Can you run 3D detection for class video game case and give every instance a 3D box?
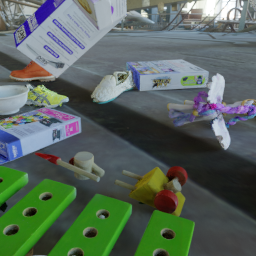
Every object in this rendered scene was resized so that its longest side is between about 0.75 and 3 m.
[{"bbox_3d":[1.457,-2.244,11.575,2.650,0.664,2.924,-4,23,-9],"label":"video game case"}]

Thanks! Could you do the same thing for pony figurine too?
[{"bbox_3d":[1.925,-0.408,6.490,1.893,1.576,1.827,-2,8,38],"label":"pony figurine"}]

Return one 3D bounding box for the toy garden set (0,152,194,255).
[{"bbox_3d":[-0.569,1.057,3.610,2.746,0.548,2.289,12,26,18],"label":"toy garden set"}]

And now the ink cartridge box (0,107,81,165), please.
[{"bbox_3d":[-2.325,0.100,6.223,1.359,0.478,2.277,16,29,35],"label":"ink cartridge box"}]

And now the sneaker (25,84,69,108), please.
[{"bbox_3d":[-2.583,-0.980,8.611,1.578,0.603,0.595,7,22,14],"label":"sneaker"}]

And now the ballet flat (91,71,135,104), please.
[{"bbox_3d":[-0.520,-1.532,9.741,0.856,0.856,2.386,11,25,25],"label":"ballet flat"}]

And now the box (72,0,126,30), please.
[{"bbox_3d":[-0.967,-2.499,4.046,0.503,0.539,2.600,-34,73,-13],"label":"box"}]

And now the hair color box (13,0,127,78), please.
[{"bbox_3d":[-1.433,-2.554,6.908,2.487,1.359,0.806,-38,52,12],"label":"hair color box"}]

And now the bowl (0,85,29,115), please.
[{"bbox_3d":[-3.532,-0.772,8.077,1.382,0.621,1.382,1,22,0],"label":"bowl"}]

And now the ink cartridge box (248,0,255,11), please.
[{"bbox_3d":[2.985,-2.831,5.757,0.846,2.013,1.464,-33,7,37],"label":"ink cartridge box"}]

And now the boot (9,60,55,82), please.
[{"bbox_3d":[-4.057,-2.471,11.757,1.855,0.995,0.696,-4,24,-6],"label":"boot"}]

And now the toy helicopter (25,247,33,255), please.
[{"bbox_3d":[-1.556,1.499,2.674,1.055,0.629,1.596,7,10,33],"label":"toy helicopter"}]
